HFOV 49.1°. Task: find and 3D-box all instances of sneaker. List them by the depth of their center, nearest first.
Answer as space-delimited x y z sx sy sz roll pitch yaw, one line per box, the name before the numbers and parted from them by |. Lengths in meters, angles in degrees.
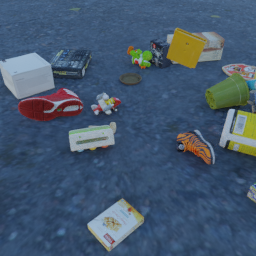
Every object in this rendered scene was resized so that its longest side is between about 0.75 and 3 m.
sneaker | 2.253 0.743 9.757 1.011 0.700 1.804 -10 28 -7
sneaker | -3.307 -1.062 11.996 2.564 1.004 1.481 1 27 -19

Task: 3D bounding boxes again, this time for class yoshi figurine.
yoshi figurine | 0.774 -4.055 15.566 1.009 1.005 1.795 -29 48 -15

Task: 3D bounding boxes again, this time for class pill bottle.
pill bottle | 4.591 0.300 9.622 2.548 1.418 1.418 16 40 18

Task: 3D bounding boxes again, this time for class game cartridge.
game cartridge | 1.857 -2.532 9.015 1.033 1.172 0.190 26 60 8

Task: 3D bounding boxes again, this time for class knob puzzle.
knob puzzle | 6.061 -3.131 15.060 2.125 0.295 2.125 0 38 0

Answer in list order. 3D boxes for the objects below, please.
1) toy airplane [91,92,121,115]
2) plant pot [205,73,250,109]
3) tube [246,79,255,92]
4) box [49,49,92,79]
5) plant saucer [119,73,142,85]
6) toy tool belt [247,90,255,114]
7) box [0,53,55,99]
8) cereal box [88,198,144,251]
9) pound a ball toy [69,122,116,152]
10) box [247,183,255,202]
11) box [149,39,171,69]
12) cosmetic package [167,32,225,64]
toy airplane | -1.009 -1.040 11.873 1.167 0.823 1.162 15 41 18
plant pot | 4.190 -1.453 12.134 1.422 1.497 1.497 -19 40 -4
tube | 5.165 -1.805 12.274 0.820 0.534 2.118 31 -1 -10
box | -3.167 -3.558 15.336 1.947 0.630 2.469 4 38 4
plant saucer | 0.133 -2.506 14.344 1.146 0.169 1.146 0 37 0
toy tool belt | 5.402 -0.921 10.775 1.578 1.603 2.568 -8 74 2
box | -4.869 -2.564 13.507 1.916 1.252 1.906 -25 44 -29
cereal box | -0.322 2.573 7.583 1.274 0.252 0.916 -30 46 -33
pound a ball toy | -1.218 0.353 10.272 1.802 0.766 1.175 -9 13 -11
box | 4.131 2.131 7.988 0.429 0.468 1.335 -24 43 -28
box | 1.801 -4.144 15.578 0.660 1.267 1.154 -23 43 -27
cosmetic package | 3.839 -4.699 16.292 2.958 1.290 1.529 -8 38 -10
